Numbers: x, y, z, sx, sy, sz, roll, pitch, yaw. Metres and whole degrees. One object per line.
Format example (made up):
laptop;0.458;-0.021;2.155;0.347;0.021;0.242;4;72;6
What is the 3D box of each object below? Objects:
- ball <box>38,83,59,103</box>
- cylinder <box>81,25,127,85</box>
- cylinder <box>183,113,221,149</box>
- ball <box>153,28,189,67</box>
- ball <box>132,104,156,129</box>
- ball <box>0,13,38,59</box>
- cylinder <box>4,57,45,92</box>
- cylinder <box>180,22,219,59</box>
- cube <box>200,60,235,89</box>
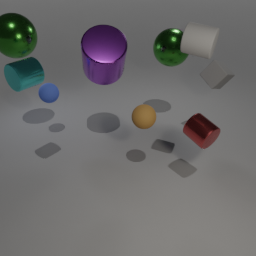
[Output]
ball;-2.756;-1.218;9.764;0.700;0.700;0.700;0;29;0
cylinder;-0.774;-2.304;8.990;1.400;1.400;1.400;2;72;-5
cylinder;1.933;0.079;7.379;0.700;0.700;0.700;-21;51;-33
ball;1.651;-3.037;10.605;1.400;1.400;1.400;0;29;0
ball;0.449;-0.317;7.906;0.700;0.700;0.700;0;29;0
ball;-3.648;-2.959;9.023;1.400;1.400;1.400;0;29;0
cylinder;-2.575;-1.339;6.972;0.700;0.700;0.700;21;38;33
cylinder;1.650;-2.014;6.447;0.700;0.700;0.700;19;34;18
cube;3.012;-1.799;9.464;0.700;0.700;0.700;-10;60;-50
